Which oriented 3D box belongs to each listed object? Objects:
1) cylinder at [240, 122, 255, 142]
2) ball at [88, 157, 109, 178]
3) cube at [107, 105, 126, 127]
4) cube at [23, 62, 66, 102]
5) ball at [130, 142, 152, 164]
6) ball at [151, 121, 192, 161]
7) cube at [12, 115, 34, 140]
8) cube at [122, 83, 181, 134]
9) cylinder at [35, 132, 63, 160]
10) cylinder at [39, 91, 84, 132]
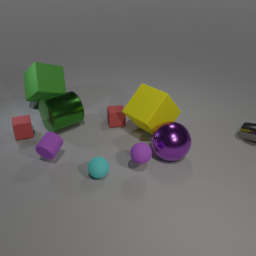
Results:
[{"bbox_3d":[4.837,0.159,10.821,0.700,0.700,0.700,-22,21,-31],"label":"cylinder"},{"bbox_3d":[-0.961,1.284,9.116,0.700,0.700,0.700,0,32,0],"label":"ball"},{"bbox_3d":[-0.498,-0.517,12.021,0.700,0.700,0.700,-6,29,-10],"label":"cube"},{"bbox_3d":[-3.888,-2.070,13.052,1.400,1.400,1.400,0,-13,-41],"label":"cube"},{"bbox_3d":[0.423,0.811,9.053,0.700,0.700,0.700,0,32,0],"label":"ball"},{"bbox_3d":[1.516,0.462,9.838,1.400,1.400,1.400,0,32,0],"label":"ball"},{"bbox_3d":[-4.217,-0.031,11.218,0.700,0.700,0.700,-11,33,-19],"label":"cube"},{"bbox_3d":[0.935,-0.646,10.971,1.400,1.400,1.400,31,83,41],"label":"cube"},{"bbox_3d":[-2.702,0.606,9.653,0.700,0.700,0.700,12,50,18],"label":"cylinder"},{"bbox_3d":[-2.766,-0.687,11.662,1.400,1.400,1.400,-23,39,-33],"label":"cylinder"}]
